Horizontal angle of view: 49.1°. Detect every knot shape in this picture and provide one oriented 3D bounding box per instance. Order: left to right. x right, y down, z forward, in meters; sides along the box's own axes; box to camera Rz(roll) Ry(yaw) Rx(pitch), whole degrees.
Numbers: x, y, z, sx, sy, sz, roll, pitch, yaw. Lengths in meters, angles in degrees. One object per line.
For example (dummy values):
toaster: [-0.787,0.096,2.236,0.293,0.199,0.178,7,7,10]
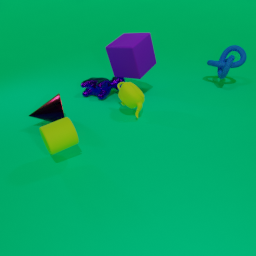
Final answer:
knot shape: [4.208,-2.830,11.730,1.471,0.727,1.572,-35,28,10]

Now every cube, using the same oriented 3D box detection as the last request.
cube: [0.142,-2.739,10.577,1.266,1.266,1.266,12,45,35]

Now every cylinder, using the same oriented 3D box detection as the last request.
cylinder: [-1.768,0.198,7.187,0.753,0.753,0.753,-24,37,-22]

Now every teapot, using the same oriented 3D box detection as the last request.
teapot: [0.090,-1.022,9.512,0.945,0.744,1.520,14,36,-57]

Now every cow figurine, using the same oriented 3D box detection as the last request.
cow figurine: [-0.910,-1.742,11.200,1.600,0.878,1.574,10,34,24]

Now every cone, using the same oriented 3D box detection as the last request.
cone: [-2.586,-0.485,8.816,1.066,1.062,1.062,-12,32,-13]
